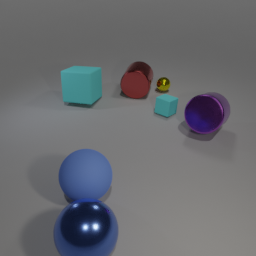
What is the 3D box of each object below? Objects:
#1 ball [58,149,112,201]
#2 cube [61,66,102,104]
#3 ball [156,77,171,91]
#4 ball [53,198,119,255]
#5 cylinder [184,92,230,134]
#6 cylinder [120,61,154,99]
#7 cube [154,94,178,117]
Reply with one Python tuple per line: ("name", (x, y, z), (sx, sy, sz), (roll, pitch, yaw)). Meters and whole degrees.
("ball", (-1.109, 1.248, 7.367), (1.400, 1.400, 1.400), (0, 31, 0))
("cube", (-2.075, -1.985, 12.759), (1.400, 1.400, 1.400), (6, 23, 14))
("ball", (1.759, -2.174, 13.885), (0.700, 0.700, 0.700), (0, 31, 0))
("ball", (-0.902, 2.243, 6.091), (1.400, 1.400, 1.400), (0, 31, 0))
("cylinder", (2.957, -0.586, 10.375), (1.400, 1.400, 1.400), (17, 18, 25))
("cylinder", (0.455, -2.331, 13.524), (1.400, 1.400, 1.400), (6, 32, 10))
("cube", (1.634, -0.972, 11.936), (0.700, 0.700, 0.700), (24, 32, 34))
